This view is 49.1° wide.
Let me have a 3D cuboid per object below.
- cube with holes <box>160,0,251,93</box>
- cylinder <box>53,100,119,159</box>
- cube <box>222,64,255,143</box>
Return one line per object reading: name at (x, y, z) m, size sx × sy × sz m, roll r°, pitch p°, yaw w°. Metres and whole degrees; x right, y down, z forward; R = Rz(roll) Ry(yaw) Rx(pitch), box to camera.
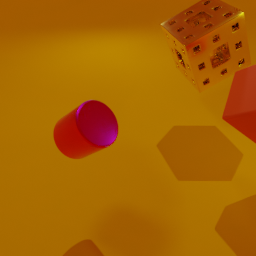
cube with holes at (1.872, -2.038, 6.791) m, size 1.392 × 1.392 × 1.392 m, roll -29°, pitch 42°, yaw 4°
cylinder at (-0.649, 0.040, 4.298) m, size 0.740 × 0.740 × 0.740 m, roll -26°, pitch 12°, yaw 45°
cube at (2.510, -0.439, 4.894) m, size 1.063 × 1.063 × 1.063 m, roll -15°, pitch 49°, yaw 60°
